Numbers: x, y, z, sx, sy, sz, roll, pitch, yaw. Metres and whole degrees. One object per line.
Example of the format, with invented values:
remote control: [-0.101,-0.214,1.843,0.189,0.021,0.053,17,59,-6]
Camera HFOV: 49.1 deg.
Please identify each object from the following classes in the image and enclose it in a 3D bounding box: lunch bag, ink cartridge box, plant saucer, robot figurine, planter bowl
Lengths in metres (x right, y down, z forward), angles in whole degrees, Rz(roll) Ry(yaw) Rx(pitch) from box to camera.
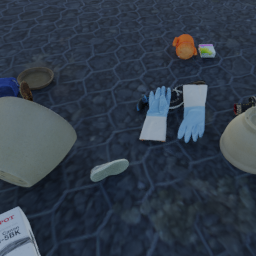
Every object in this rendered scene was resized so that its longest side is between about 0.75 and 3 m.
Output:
lunch bag: [-5.405,-1.790,12.483,1.157,0.786,0.766,-3,45,-3]
ink cartridge box: [-3.148,3.579,6.935,1.902,1.074,2.591,-23,50,-20]
plant saucer: [-4.416,-2.372,13.446,1.716,0.253,1.716,0,46,0]
robot figurine: [3.014,-4.311,14.873,0.970,1.196,1.663,-18,40,25]
planter bowl: [4.634,0.238,9.927,2.345,1.578,2.345,1,45,-1]

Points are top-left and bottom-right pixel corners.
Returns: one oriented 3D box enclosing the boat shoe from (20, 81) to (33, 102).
boat shoe: [-4.188,-1.353,11.740,0.410,1.214,0.437,11,27,37]

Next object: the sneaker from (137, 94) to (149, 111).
sneaker: [0.669,-1.105,12.095,0.424,0.379,1.036,14,47,13]

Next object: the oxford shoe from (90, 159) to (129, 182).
oxford shoe: [-0.652,1.379,9.566,1.433,0.539,0.414,-20,27,-20]

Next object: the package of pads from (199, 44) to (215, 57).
package of pads: [4.284,-4.181,15.184,0.755,0.333,0.977,1,46,3]

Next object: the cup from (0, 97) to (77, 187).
cup: [-3.329,0.663,8.917,2.838,2.838,2.030,12,61,12]

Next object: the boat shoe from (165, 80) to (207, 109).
boat shoe: [2.367,-1.503,12.227,2.451,0.739,0.906,-15,48,-14]

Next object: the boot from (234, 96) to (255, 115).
boot: [4.990,-0.925,11.890,0.923,0.448,1.225,5,52,4]

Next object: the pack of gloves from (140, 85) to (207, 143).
pack of gloves: [1.907,-0.528,11.329,2.373,0.557,2.824,2,56,18]
